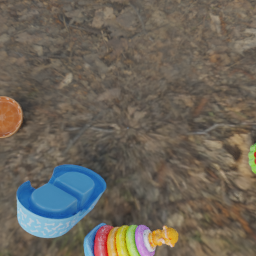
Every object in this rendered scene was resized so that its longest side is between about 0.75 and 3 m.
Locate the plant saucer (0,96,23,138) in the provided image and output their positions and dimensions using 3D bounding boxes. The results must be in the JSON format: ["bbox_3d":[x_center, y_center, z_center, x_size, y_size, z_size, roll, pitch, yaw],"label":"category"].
[{"bbox_3d":[-3.757,-0.319,8.370,1.247,0.201,1.247,0,82,-1],"label":"plant saucer"}]

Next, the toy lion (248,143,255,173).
[{"bbox_3d":[3.939,0.792,7.566,1.345,0.482,1.404,36,68,-3],"label":"toy lion"}]

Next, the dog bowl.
[{"bbox_3d":[-1.503,1.620,6.481,1.390,2.494,0.618,25,107,15],"label":"dog bowl"}]

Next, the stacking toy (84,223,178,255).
[{"bbox_3d":[0.167,2.500,6.058,1.994,1.094,1.157,-24,84,21],"label":"stacking toy"}]
